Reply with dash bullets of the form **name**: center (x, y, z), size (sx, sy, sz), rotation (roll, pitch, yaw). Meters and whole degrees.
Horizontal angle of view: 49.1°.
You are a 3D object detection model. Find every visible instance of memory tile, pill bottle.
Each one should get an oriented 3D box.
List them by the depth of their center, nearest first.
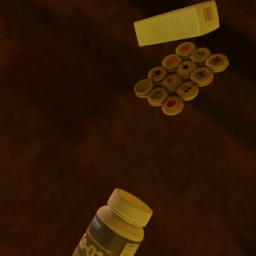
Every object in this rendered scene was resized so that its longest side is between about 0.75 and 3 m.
- **pill bottle**: center (-0.183, 1.203, 2.995), size (0.568, 0.568, 0.999), rotation (30, 89, 11)
- **memory tile**: center (1.037, -1.066, 5.683), size (1.684, 0.141, 1.291), rotation (-44, 49, -7)

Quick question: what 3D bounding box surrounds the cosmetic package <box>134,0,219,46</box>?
- **cosmetic package**: center (0.913, -2.009, 5.464), size (0.742, 1.460, 0.541), rotation (-32, 114, -38)
